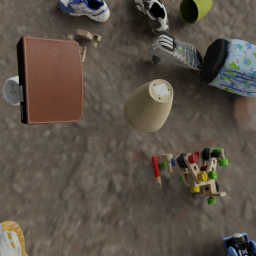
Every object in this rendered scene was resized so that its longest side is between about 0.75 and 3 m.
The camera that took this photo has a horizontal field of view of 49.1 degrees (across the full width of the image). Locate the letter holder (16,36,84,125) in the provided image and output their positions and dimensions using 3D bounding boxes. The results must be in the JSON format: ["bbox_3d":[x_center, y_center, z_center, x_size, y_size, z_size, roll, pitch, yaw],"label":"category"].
[{"bbox_3d":[-1.694,-0.992,6.161,1.249,0.883,1.757,-4,95,-29],"label":"letter holder"}]

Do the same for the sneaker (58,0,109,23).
[{"bbox_3d":[-1.637,-4.550,10.209,1.986,0.875,0.748,14,77,5],"label":"sneaker"}]

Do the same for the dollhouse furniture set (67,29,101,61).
[{"bbox_3d":[-1.630,-2.776,10.089,1.129,0.646,1.324,16,100,5],"label":"dollhouse furniture set"}]

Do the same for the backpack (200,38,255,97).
[{"bbox_3d":[3.756,-1.942,9.244,2.218,1.706,1.810,30,60,-13],"label":"backpack"}]

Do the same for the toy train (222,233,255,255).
[{"bbox_3d":[3.247,3.999,7.767,0.922,1.215,2.127,-14,76,-5],"label":"toy train"}]

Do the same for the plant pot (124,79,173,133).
[{"bbox_3d":[0.657,-0.710,7.558,1.297,1.385,1.297,5,69,-12],"label":"plant pot"}]

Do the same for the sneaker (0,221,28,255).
[{"bbox_3d":[-3.421,3.997,8.065,1.076,0.928,2.454,-25,74,11],"label":"sneaker"}]

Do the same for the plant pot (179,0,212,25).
[{"bbox_3d":[2.565,-4.408,10.235,0.996,0.932,0.932,-30,77,-24],"label":"plant pot"}]

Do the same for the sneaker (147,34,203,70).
[{"bbox_3d":[1.546,-2.476,9.735,2.096,1.211,0.787,21,68,-32],"label":"sneaker"}]

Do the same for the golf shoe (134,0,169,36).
[{"bbox_3d":[0.884,-4.444,10.112,0.844,1.026,2.171,-28,75,-6],"label":"golf shoe"}]

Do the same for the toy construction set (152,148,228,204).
[{"bbox_3d":[1.905,1.538,8.387,2.191,1.827,1.684,-9,87,19],"label":"toy construction set"}]

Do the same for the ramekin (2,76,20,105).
[{"bbox_3d":[-2.987,-0.993,7.583,0.829,0.435,0.829,5,103,20],"label":"ramekin"}]
